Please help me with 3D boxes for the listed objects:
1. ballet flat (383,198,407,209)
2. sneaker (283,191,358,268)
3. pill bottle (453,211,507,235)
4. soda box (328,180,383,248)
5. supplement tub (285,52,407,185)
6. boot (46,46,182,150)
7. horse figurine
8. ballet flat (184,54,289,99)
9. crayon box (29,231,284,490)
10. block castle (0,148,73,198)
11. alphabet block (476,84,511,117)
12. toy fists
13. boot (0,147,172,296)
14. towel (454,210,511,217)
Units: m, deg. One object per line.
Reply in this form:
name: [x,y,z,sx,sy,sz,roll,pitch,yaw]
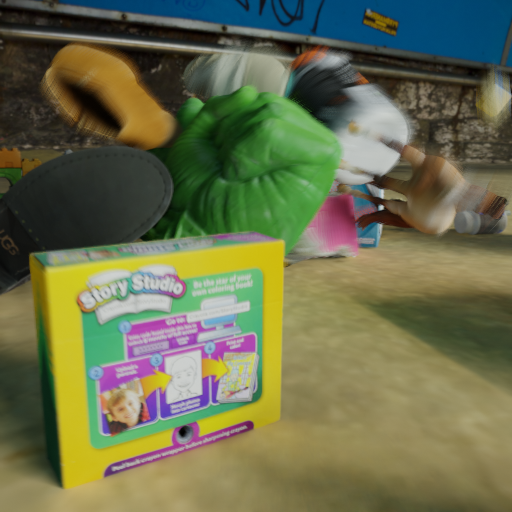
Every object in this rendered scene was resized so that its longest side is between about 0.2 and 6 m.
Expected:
ballet flat: [3.314,-1.104,12.594,0.735,0.506,2.181,1,12,7]
sneaker: [0.673,-0.371,7.778,1.169,0.986,2.672,-7,1,23]
pill bottle: [4.151,-0.639,10.399,0.852,0.485,0.485,-3,12,-16]
soda box: [0.113,-0.964,9.906,4.156,1.321,1.421,2,11,13]
supplement tub: [1.098,-1.951,7.681,1.169,1.169,1.908,-5,45,-25]
boot: [-1.857,-1.895,6.218,2.098,0.738,1.502,37,13,13]
horse figurine: [1.887,-0.760,6.880,1.819,0.685,2.745,23,-7,11]
ballet flat: [-0.453,-2.647,8.480,0.932,0.932,2.682,-5,20,-24]
crayon box: [-0.494,0.504,3.138,1.334,1.151,0.389,-7,14,-32]
block castle: [-4.675,-1.244,10.607,3.373,1.583,2.254,-8,13,-32]
alphabet block: [2.692,-1.762,6.360,0.243,0.249,0.244,37,10,4]
toy fists: [-0.578,-0.968,6.901,1.464,2.170,4.258,43,-9,-24]
boot: [-2.229,-0.447,6.550,2.967,1.027,2.583,-24,11,4]
towel: [4.932,-1.047,12.994,1.353,0.243,1.405,-9,14,-35]
